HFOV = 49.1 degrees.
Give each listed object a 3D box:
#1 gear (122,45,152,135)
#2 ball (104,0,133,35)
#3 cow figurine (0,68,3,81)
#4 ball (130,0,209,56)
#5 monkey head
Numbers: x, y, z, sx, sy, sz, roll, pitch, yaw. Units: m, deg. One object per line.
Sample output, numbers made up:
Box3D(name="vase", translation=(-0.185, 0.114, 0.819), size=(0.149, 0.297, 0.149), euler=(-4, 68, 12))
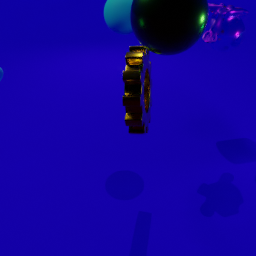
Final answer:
Box3D(name="gear", translation=(0.184, -0.594, 4.507), size=(0.256, 1.384, 1.384), euler=(1, 30, 12))
Box3D(name="ball", translation=(-0.076, -2.360, 5.763), size=(0.835, 0.835, 0.835), euler=(0, 31, 0))
Box3D(name="cow figurine", translation=(-2.031, -0.576, 3.281), size=(0.941, 0.925, 0.516), euler=(44, 22, 0))
Box3D(name="ball", translation=(0.460, -1.272, 3.172), size=(0.876, 0.876, 0.876), euler=(0, 31, 0))
Box3D(name="monkey head", translation=(1.812, -1.987, 5.543), size=(1.020, 0.855, 1.418), euler=(31, 29, 30))
